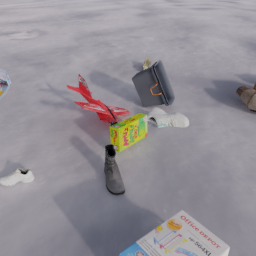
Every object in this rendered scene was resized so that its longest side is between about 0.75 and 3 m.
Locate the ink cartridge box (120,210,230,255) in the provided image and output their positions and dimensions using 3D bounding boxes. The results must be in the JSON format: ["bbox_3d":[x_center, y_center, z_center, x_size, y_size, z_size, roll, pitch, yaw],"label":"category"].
[{"bbox_3d":[0.787,2.198,4.493,1.589,0.995,1.021,-23,38,-32],"label":"ink cartridge box"}]

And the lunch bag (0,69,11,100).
[{"bbox_3d":[-5.400,-1.554,10.529,1.893,1.203,1.605,-24,36,-17],"label":"lunch bag"}]

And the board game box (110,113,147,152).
[{"bbox_3d":[0.052,0.106,8.043,0.326,0.696,1.370,14,26,35],"label":"board game box"}]

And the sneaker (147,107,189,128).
[{"bbox_3d":[1.240,-0.202,9.038,1.444,0.543,0.639,18,47,37],"label":"sneaker"}]

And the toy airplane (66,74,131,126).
[{"bbox_3d":[-1.074,-0.820,9.144,2.577,0.474,2.577,33,22,-16],"label":"toy airplane"}]

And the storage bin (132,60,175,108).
[{"bbox_3d":[0.860,-1.437,10.001,1.045,1.556,1.132,-15,22,29],"label":"storage bin"}]

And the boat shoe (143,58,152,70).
[{"bbox_3d":[0.972,-3.088,13.820,0.366,0.428,1.169,10,42,8],"label":"boat shoe"}]

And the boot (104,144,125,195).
[{"bbox_3d":[-0.376,0.973,6.716,0.418,0.789,1.198,-10,32,-18],"label":"boot"}]

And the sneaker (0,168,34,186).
[{"bbox_3d":[-2.720,1.145,6.811,0.802,0.399,0.313,-10,33,-15],"label":"sneaker"}]

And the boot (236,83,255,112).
[{"bbox_3d":[5.195,-1.096,10.281,2.305,0.810,1.685,-16,41,-24],"label":"boot"}]
